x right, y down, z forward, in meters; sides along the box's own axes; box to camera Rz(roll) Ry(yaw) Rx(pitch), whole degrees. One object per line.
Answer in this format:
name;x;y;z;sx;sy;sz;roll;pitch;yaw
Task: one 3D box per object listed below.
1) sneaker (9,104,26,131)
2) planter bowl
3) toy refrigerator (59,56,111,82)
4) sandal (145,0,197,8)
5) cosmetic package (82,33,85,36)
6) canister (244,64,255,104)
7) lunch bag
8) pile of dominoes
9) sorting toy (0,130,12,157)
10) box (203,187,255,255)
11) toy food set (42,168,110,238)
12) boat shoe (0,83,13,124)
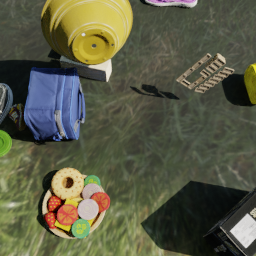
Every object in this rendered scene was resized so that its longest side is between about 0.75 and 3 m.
sneaker;-4.020;-0.342;10.121;0.514;0.428;1.141;-15;56;1
planter bowl;-1.086;-2.736;8.308;2.809;2.809;1.170;-13;55;-7
toy refrigerator;-1.641;-2.473;11.055;1.893;0.719;0.662;14;63;8
sandal;2.011;-6.229;13.128;2.484;0.610;1.011;5;62;3
cosmetic package;-2.177;-3.719;11.718;0.458;0.747;1.810;16;64;6
canister;5.670;-1.667;10.533;2.072;0.897;1.539;-2;62;-2
lunch bag;-2.336;-0.769;9.540;1.712;1.758;2.588;-3;62;-1
pile of dominoes;2.593;-1.854;9.480;1.219;1.564;0.249;27;49;-25
sorting toy;-4.801;1.027;9.230;1.264;0.864;2.104;28;52;-2
box;3.370;2.535;7.734;2.239;1.834;0.964;-35;67;-18
toy food set;-1.616;2.320;8.607;2.010;0.494;2.031;18;63;9
boat shoe;-5.002;-0.616;9.926;1.000;0.925;2.708;14;62;7
